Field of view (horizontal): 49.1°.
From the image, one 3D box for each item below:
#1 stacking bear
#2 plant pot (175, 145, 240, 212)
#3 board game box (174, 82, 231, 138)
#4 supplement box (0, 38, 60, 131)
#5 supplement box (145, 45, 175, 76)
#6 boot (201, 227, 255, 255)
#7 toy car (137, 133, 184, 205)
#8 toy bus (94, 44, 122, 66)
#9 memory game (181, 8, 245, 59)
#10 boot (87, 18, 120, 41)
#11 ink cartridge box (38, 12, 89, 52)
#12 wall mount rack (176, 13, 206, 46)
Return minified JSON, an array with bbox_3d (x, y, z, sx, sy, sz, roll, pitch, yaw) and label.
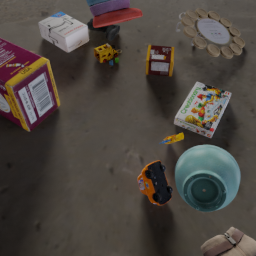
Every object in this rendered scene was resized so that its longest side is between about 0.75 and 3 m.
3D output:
[{"bbox_3d":[-0.639,-4.345,8.098,1.428,2.511,1.525,-17,20,-12],"label":"stacking bear"},{"bbox_3d":[1.307,0.936,4.722,1.136,1.136,0.761,17,19,14],"label":"plant pot"},{"bbox_3d":[2.502,-0.660,9.283,1.260,0.346,1.997,22,54,19],"label":"board game box"},{"bbox_3d":[-3.901,-1.541,8.984,2.970,1.944,1.533,26,55,21],"label":"supplement box"},{"bbox_3d":[1.222,-2.573,10.678,1.006,0.668,0.992,6,50,5],"label":"supplement box"},{"bbox_3d":[2.106,3.135,5.973,2.039,0.716,1.491,-24,48,-20],"label":"boot"},{"bbox_3d":[0.992,1.128,7.820,0.769,1.133,2.311,-21,13,41],"label":"toy car"},{"bbox_3d":[-0.823,-3.066,11.167,1.023,0.560,1.084,7,51,5],"label":"toy bus"},{"bbox_3d":[3.517,-3.962,11.625,2.911,0.185,2.911,9,57,-14],"label":"memory game"},{"bbox_3d":[-1.204,-4.329,12.272,1.399,0.459,1.153,20,42,11],"label":"boot"},{"bbox_3d":[-2.709,-4.107,11.918,1.756,0.740,1.282,34,58,25],"label":"ink cartridge box"},{"bbox_3d":[3.042,-4.311,12.114,1.595,0.684,1.835,-27,63,-18],"label":"wall mount rack"}]
